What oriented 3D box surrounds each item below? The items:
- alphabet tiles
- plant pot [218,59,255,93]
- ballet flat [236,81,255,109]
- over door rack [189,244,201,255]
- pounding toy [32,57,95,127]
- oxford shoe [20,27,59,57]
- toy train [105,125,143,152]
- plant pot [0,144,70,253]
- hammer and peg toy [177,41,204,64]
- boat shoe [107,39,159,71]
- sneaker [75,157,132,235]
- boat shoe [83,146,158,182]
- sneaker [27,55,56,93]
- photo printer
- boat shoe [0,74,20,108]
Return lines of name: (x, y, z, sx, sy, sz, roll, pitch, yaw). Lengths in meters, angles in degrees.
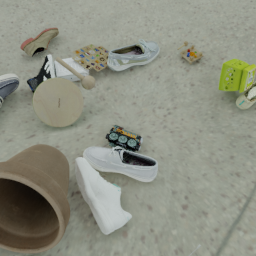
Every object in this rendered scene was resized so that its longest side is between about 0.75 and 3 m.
alphabet tiles: (-1.581, -3.350, 13.246, 1.671, 0.064, 2.009, 38, 48, 16)
plant pot: (4.618, -2.152, 11.721, 1.084, 1.189, 1.195, 23, 36, 36)
ballet flat: (5.563, -1.626, 12.012, 2.364, 0.821, 0.821, -39, 64, -23)
over door rack: (2.070, 4.040, 8.392, 0.855, 0.285, 0.632, -42, 63, -1)
pounding toy: (-2.673, -1.347, 11.493, 1.971, 1.185, 2.553, 30, 96, -15)
oxford shoe: (-4.211, -4.234, 13.955, 0.823, 0.775, 2.200, 48, 65, 0)
toy train: (-0.124, 0.411, 10.764, 1.432, 0.610, 0.816, 19, 48, 13)
plant pot: (-2.980, 1.805, 8.559, 2.928, 2.928, 2.554, 5, 29, 4)
hammer and peg toy: (2.963, -3.653, 13.618, 0.874, 0.419, 1.189, -31, 61, -17)
boat shoe: (0.325, -3.552, 13.172, 2.871, 0.921, 1.058, -23, 59, -23)
sneaker: (-0.866, 2.096, 9.473, 1.217, 1.035, 2.750, -20, 65, -25)
boat shoe: (-0.265, 1.112, 9.891, 2.739, 0.938, 0.986, 21, 44, 10)
sneaker: (-3.872, -2.349, 12.461, 1.279, 0.835, 2.286, -12, 58, -9)
photo printer: (-2.574, -2.702, 12.896, 1.493, 0.519, 1.242, -13, 56, -9)
boat shoe: (-5.550, -0.961, 11.503, 2.998, 1.119, 1.390, -37, 73, -17)
